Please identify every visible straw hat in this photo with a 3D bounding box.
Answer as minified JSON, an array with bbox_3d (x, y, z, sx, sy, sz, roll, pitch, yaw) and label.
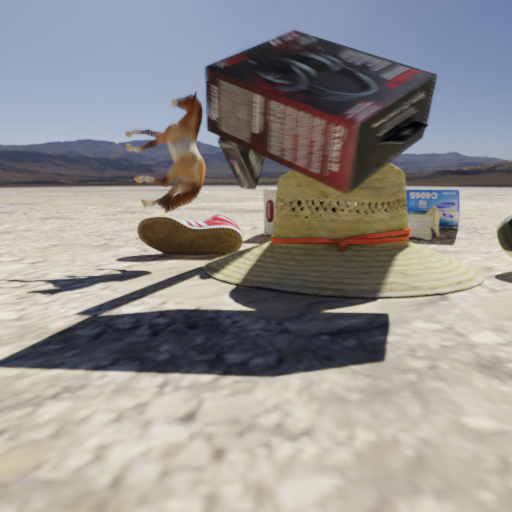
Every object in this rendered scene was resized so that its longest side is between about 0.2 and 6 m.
[{"bbox_3d":[1.205,-0.626,8.138,4.037,1.708,4.037,0,8,0],"label":"straw hat"}]

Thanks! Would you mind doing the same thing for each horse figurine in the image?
[{"bbox_3d":[-1.388,-1.637,9.365,1.411,2.129,0.531,-15,-21,-5],"label":"horse figurine"}]

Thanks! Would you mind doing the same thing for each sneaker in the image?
[{"bbox_3d":[4.794,-0.269,8.985,2.969,1.045,1.388,-9,-11,-23],"label":"sneaker"},{"bbox_3d":[-1.143,-0.412,10.094,1.850,0.659,1.040,7,13,0],"label":"sneaker"}]

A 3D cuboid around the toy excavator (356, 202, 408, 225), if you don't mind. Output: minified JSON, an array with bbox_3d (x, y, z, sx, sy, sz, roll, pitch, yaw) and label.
[{"bbox_3d":[2.360,-0.584,10.819,1.628,0.836,1.675,-2,16,-15],"label":"toy excavator"}]

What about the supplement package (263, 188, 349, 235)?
[{"bbox_3d":[1.213,-1.023,12.742,1.871,1.037,1.457,1,8,14],"label":"supplement package"}]

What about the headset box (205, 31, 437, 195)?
[{"bbox_3d":[0.927,-1.975,7.437,2.624,1.013,1.953,30,48,30],"label":"headset box"}]

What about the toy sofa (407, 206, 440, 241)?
[{"bbox_3d":[3.137,-0.645,12.131,1.569,0.766,0.650,4,-15,25],"label":"toy sofa"}]

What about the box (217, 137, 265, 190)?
[{"bbox_3d":[-0.095,-2.273,9.540,0.339,1.878,1.343,5,-25,19],"label":"box"}]

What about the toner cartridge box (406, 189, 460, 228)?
[{"bbox_3d":[4.184,-1.084,13.175,1.136,0.516,2.391,2,-5,21],"label":"toner cartridge box"}]
